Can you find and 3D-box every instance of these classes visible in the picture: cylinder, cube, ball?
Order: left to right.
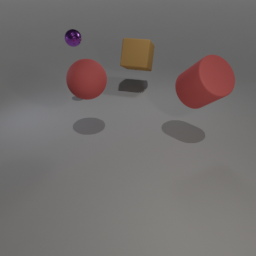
[{"bbox_3d":[-2.272,-3.725,11.594,0.700,0.700,0.700,0,29,0],"label":"ball"},{"bbox_3d":[-1.430,-1.684,9.720,1.400,1.400,1.400,0,29,0],"label":"ball"},{"bbox_3d":[0.508,-3.772,14.519,1.400,1.400,1.400,8,7,14],"label":"cube"},{"bbox_3d":[2.519,-1.488,9.282,1.400,1.400,1.400,-15,-6,-26],"label":"cylinder"}]
